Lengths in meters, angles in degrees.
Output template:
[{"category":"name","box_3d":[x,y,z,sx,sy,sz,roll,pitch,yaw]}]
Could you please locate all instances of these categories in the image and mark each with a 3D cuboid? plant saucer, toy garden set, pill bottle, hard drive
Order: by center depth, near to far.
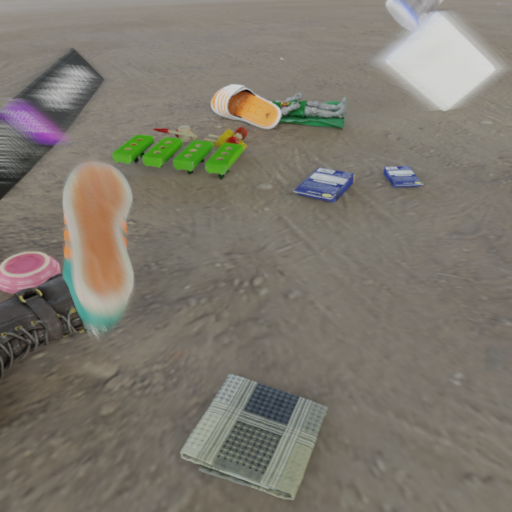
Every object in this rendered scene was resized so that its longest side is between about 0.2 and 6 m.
[{"category":"hard drive","box_3d":[2.207,-2.295,6.709,1.144,0.755,0.145,25,42,-33]},{"category":"pill bottle","box_3d":[2.118,-3.334,6.993,0.516,0.907,0.516,41,15,-13]},{"category":"plant saucer","box_3d":[-3.692,0.223,9.014,1.003,0.254,1.003,0,33,0]},{"category":"toy garden set","box_3d":[-1.592,-2.455,13.122,2.691,0.537,2.243,9,35,15]}]

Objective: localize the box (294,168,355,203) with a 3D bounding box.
[{"category":"box","box_3d":[1.428,-1.455,11.731,0.857,0.229,1.415,15,34,24]}]

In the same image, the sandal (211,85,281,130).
[{"category":"sandal","box_3d":[-0.392,-4.210,15.318,2.529,0.969,0.725,29,2,36]}]

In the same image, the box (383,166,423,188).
[{"category":"box","box_3d":[3.177,-1.688,12.172,0.606,0.162,1.000,-2,31,-3]}]

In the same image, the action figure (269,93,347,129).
[{"category":"action figure","box_3d":[1.117,-4.054,15.538,2.699,0.738,1.594,3,35,11]}]

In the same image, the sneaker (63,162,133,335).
[{"category":"sneaker","box_3d":[-1.815,-0.121,6.224,0.762,0.853,2.135,8,48,-24]}]

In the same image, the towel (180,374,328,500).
[{"category":"towel","box_3d":[0.002,1.988,6.265,1.330,0.239,1.381,15,33,17]}]

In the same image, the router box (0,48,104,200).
[{"category":"router box","box_3d":[-3.238,-1.629,7.645,2.069,0.708,2.773,-38,26,18]}]

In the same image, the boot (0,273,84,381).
[{"category":"boot","box_3d":[-2.969,1.039,7.090,2.264,0.900,2.601,-21,35,-29]}]
